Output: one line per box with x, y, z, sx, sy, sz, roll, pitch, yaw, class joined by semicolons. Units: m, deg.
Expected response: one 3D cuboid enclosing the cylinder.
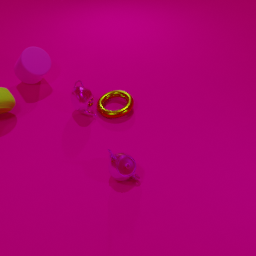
-3.183;-2.064;9.342;0.975;0.975;0.975;8;75;-33;cylinder

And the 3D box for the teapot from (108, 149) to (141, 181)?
-0.126;0.915;6.862;1.153;0.565;0.717;43;67;-10;teapot

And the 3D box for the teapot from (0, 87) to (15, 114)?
-3.871;-0.850;8.141;1.018;1.637;0.802;-14;86;-3;teapot

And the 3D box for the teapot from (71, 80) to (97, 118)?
-1.324;-0.855;8.473;0.622;0.790;1.271;-19;87;-32;teapot

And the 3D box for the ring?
-0.403;-0.758;8.770;1.189;0.238;1.189;-5;47;5;ring
